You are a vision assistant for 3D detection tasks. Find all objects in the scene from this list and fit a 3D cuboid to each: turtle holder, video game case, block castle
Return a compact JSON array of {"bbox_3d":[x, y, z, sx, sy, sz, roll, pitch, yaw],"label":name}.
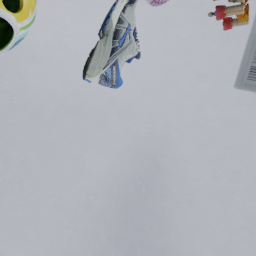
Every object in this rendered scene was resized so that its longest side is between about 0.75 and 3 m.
[{"bbox_3d":[-2.145,-2.102,4.646,2.132,1.620,1.514,-20,60,-1],"label":"turtle holder"},{"bbox_3d":[2.340,-1.185,3.169,1.728,1.898,0.209,15,18,14],"label":"video game case"},{"bbox_3d":[1.892,-2.646,5.257,0.656,0.935,1.399,2,93,30],"label":"block castle"}]

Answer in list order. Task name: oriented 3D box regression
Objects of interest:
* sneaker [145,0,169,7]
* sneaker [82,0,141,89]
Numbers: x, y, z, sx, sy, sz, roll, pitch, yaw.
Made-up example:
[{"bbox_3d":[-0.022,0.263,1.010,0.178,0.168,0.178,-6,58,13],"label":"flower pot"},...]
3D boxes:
[{"bbox_3d":[0.477,-3.784,7.382,1.777,0.715,0.786,-5,75,-38],"label":"sneaker"},{"bbox_3d":[-0.119,-1.473,4.723,0.767,0.693,1.800,24,84,-19],"label":"sneaker"}]
